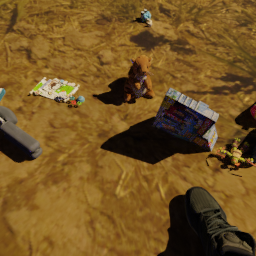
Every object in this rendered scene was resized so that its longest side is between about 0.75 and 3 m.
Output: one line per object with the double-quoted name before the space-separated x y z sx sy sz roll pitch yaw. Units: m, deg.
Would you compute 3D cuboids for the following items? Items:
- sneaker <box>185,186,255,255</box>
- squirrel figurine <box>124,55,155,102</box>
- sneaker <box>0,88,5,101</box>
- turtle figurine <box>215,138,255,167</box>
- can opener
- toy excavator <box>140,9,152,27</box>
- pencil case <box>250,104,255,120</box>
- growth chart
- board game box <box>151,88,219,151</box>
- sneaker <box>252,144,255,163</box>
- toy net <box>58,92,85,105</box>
"sneaker" 2.277 2.508 6.955 1.110 1.663 2.903 -5 48 -7
"squirrel figurine" 0.415 -2.149 10.881 1.225 1.616 1.731 -3 50 -3
"sneaker" -5.166 -1.240 11.004 0.337 0.319 0.835 3 43 13
"turtle figurine" 3.611 0.864 9.119 1.347 0.434 1.087 18 44 25
"can opener" -3.868 -0.017 9.672 2.732 0.729 0.914 30 57 22
"toy excavator" 1.034 -5.776 14.777 0.887 0.443 0.862 31 57 13
"pencil case" 5.395 -0.917 10.380 1.919 0.848 0.848 -36 59 -26
"growth chart" -2.939 -1.593 11.380 1.718 0.152 1.243 15 52 10
"board game box" 2.066 -0.227 9.176 2.234 2.235 0.689 29 66 5
"sneaker" 4.792 0.446 9.266 0.859 0.772 2.088 33 58 22
"toy net" -2.233 -1.127 10.913 1.032 0.199 0.541 13 56 4
